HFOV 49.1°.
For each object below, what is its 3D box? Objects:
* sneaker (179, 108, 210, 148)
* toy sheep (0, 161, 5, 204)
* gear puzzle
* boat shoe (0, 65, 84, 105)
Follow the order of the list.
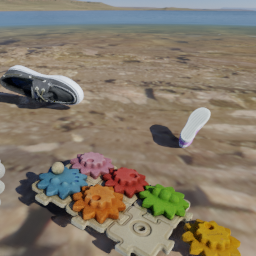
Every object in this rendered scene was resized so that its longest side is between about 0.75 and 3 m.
[{"bbox_3d":[1.412,0.008,6.137,0.361,0.568,0.995,37,68,19],"label":"sneaker"},{"bbox_3d":[-2.245,0.783,3.659,1.259,1.826,1.259,11,-19,4],"label":"toy sheep"},{"bbox_3d":[0.107,1.034,3.925,2.922,0.383,1.513,21,26,26],"label":"gear puzzle"},{"bbox_3d":[-2.496,-1.108,7.881,2.480,0.867,0.821,22,43,11],"label":"boat shoe"}]
